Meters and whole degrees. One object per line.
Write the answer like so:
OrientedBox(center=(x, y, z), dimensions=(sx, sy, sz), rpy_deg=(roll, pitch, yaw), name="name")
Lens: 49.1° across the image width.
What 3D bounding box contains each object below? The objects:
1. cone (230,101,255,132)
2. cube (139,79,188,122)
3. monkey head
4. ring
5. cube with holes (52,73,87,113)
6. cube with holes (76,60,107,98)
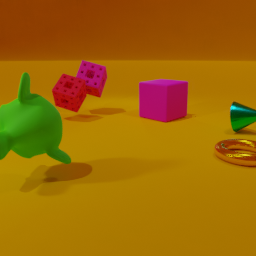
OrientedBox(center=(3.544, -0.346, 8.052), dimensions=(0.923, 0.919, 0.919), rpy_deg=(-2, 11, 38), name="cone")
OrientedBox(center=(1.280, -1.037, 10.154), dimensions=(1.280, 1.280, 1.280), rpy_deg=(-16, 22, -42), name="cube")
OrientedBox(center=(-1.765, 0.024, 4.930), dimensions=(1.097, 1.820, 1.309), rpy_deg=(-21, 14, 10), name="monkey head")
OrientedBox(center=(2.634, 0.532, 6.355), dimensions=(1.315, 0.263, 1.315), rpy_deg=(0, 15, 0), name="ring")
OrientedBox(center=(-2.011, -1.211, 9.734), dimensions=(0.840, 0.840, 0.840), rpy_deg=(17, 57, 7), name="cube with holes")
OrientedBox(center=(-1.402, -1.869, 10.778), dimensions=(0.931, 0.931, 0.931), rpy_deg=(16, -15, 4), name="cube with holes")
